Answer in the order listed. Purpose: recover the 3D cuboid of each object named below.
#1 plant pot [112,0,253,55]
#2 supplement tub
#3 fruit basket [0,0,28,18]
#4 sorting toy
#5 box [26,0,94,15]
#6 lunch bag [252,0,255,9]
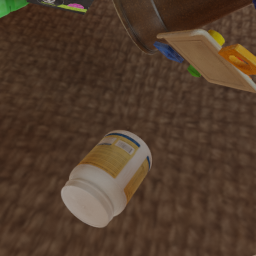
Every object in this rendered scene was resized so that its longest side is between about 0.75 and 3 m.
[{"bbox_3d":[1.287,-3.108,5.535,2.602,2.628,2.628,-11,53,27],"label":"plant pot"},{"bbox_3d":[-0.203,0.507,2.956,0.650,0.650,0.898,26,44,16],"label":"supplement tub"},{"bbox_3d":[-2.809,-3.929,5.805,1.895,2.627,2.627,25,61,22],"label":"fruit basket"},{"bbox_3d":[1.297,-1.116,4.348,1.495,2.655,0.362,33,96,-21],"label":"sorting toy"},{"bbox_3d":[-1.181,-3.110,5.061,1.183,0.990,1.593,1,85,-26],"label":"box"},{"bbox_3d":[2.989,-1.526,3.885,1.278,1.755,2.064,24,48,-25],"label":"lunch bag"}]
